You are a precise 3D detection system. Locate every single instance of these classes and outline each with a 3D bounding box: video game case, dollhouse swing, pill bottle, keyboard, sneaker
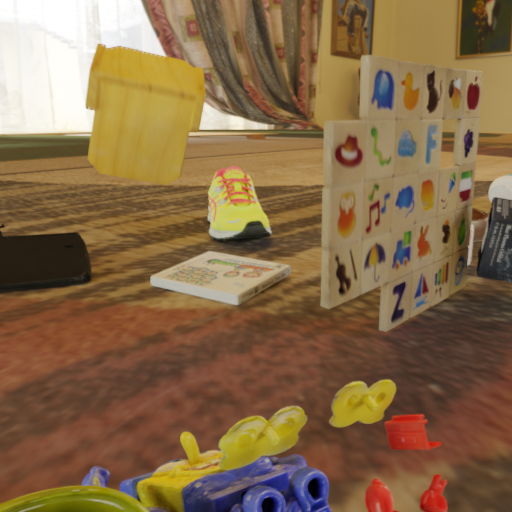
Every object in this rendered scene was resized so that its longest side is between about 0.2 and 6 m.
[{"bbox_3d":[-0.450,0.256,7.365,1.388,0.164,1.264,10,21,32],"label":"video game case"},{"bbox_3d":[-1.218,-1.507,6.032,1.151,1.012,1.046,8,39,-14],"label":"dollhouse swing"},{"bbox_3d":[5.626,-1.411,12.295,0.768,0.768,1.387,14,21,42],"label":"pill bottle"},{"bbox_3d":[-3.704,0.179,7.503,2.851,0.565,1.484,-4,39,-17],"label":"keyboard"},{"bbox_3d":[-0.414,-0.994,10.048,1.010,1.167,2.585,-3,17,-17],"label":"sneaker"}]

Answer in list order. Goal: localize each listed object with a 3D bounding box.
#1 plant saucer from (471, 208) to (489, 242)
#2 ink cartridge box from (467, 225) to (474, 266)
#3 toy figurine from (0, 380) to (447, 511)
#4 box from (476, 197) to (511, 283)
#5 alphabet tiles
[{"bbox_3d":[3.414,-0.664,10.439,2.160,0.346,2.160,-1,16,0],"label":"plant saucer"},{"bbox_3d":[2.706,-0.114,7.908,0.831,0.610,0.344,-13,19,-43],"label":"ink cartridge box"},{"bbox_3d":[-0.297,1.395,2.614,2.249,1.186,1.347,-8,-12,-35],"label":"toy figurine"},{"bbox_3d":[3.120,-0.144,6.543,0.871,0.856,0.511,11,39,17],"label":"box"},{"bbox_3d":[1.584,-0.585,5.668,0.117,2.597,3.107,12,18,40],"label":"alphabet tiles"}]
